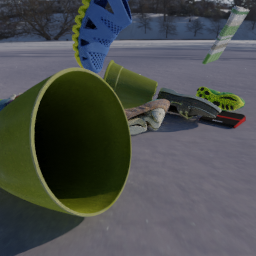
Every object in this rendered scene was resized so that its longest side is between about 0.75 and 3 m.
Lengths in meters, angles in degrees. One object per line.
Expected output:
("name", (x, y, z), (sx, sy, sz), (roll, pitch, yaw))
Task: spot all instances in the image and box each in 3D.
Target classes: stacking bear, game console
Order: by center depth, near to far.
("stacking bear", (-3.737, -0.216, 7.911), (2.143, 1.301, 1.219), (-5, 12, 6))
("game console", (3.231, -0.311, 9.533), (1.277, 0.198, 1.130), (15, 31, 38))

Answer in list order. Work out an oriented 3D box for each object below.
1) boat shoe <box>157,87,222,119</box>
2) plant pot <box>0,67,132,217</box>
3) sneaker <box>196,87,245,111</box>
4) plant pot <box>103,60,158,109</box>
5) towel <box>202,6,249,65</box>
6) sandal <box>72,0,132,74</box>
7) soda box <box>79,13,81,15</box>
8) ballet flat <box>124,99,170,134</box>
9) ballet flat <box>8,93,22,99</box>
("boat shoe", (1.995, -0.737, 9.797), (2.591, 0.775, 0.926), (24, -7, 44))
("plant pot", (-1.592, 0.336, 5.069), (2.474, 2.314, 2.314), (-8, 13, 32))
("sneaker", (3.559, -1.082, 11.023), (0.910, 0.806, 2.177), (5, 16, -38))
("plant pot", (0.080, -1.333, 10.305), (1.846, 1.944, 1.944), (14, 21, 5))
("towel", (2.737, -2.642, 7.989), (0.256, 1.667, 1.244), (40, 35, 18))
("sandal", (-0.480, -2.702, 6.738), (1.274, 2.926, 1.163), (20, 19, 13))
("soda box", (-1.253, -3.972, 10.534), (0.909, 0.814, 2.570), (36, 26, -34))
("ballet flat", (0.471, -0.241, 8.616), (2.569, 0.874, 0.864), (-18, 46, -29))
("ballet flat", (-4.632, -1.253, 11.782), (0.490, 0.414, 1.297), (14, 24, 42))
